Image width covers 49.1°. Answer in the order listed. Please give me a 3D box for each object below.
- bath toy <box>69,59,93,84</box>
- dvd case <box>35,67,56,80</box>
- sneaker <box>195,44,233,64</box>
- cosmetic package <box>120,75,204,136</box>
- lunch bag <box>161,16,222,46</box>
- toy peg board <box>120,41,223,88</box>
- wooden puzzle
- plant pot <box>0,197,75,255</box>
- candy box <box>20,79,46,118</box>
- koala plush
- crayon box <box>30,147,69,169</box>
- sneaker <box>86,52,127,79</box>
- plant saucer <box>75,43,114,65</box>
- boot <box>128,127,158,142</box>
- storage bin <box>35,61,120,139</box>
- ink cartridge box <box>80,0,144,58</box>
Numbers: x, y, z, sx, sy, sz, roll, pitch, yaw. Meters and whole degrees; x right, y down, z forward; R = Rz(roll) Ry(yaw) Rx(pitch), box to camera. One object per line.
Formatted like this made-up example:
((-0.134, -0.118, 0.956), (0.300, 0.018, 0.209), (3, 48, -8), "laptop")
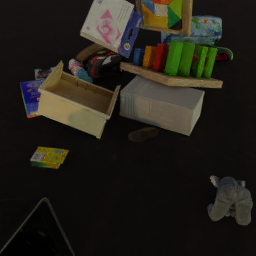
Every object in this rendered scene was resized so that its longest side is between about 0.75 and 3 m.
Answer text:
((-2.038, -2.365, 11.919), (0.682, 0.803, 1.846), (0, 30, -25), "bath toy")
((-3.541, -2.277, 12.273), (1.019, 0.154, 1.395), (-10, 39, -12), "dvd case")
((3.971, -3.531, 13.398), (2.044, 0.784, 0.856), (7, 35, 11), "sneaker")
((1.155, -0.833, 9.630), (2.595, 1.170, 1.386), (21, 41, 21), "cosmetic package")
((3.093, -4.616, 13.891), (2.752, 1.135, 2.213), (-3, -1, -6), "lunch bag")
((1.733, -2.563, 10.594), (2.858, 1.398, 2.846), (-3, 23, -36), "toy peg board")
((1.183, -4.182, 9.809), (2.187, 2.023, 0.407), (21, 62, 22), "wooden puzzle")
((-2.350, 2.406, 4.934), (1.718, 1.937, 1.932), (5, 37, 25), "plant pot")
((-3.180, -1.190, 10.455), (1.405, 0.640, 1.662), (-13, 38, -19), "candy box")
((2.455, 1.559, 6.734), (0.974, 1.009, 1.098), (7, 26, 9), "koala plush")
((-2.247, 0.861, 8.112), (0.948, 0.241, 0.602), (6, 38, 9), "crayon box")
((-0.830, -2.664, 12.072), (1.177, 0.852, 2.410), (20, 34, 22), "sneaker")
((-1.356, -3.391, 12.667), (2.108, 0.310, 2.108), (-25, 0, 0), "plant saucer")
((0.436, 0.186, 8.984), (1.016, 0.374, 0.383), (-12, 20, -22), "boot")
((-1.572, -1.031, 9.355), (2.226, 1.043, 2.210), (21, 38, -6), "storage bin")
((-0.430, -3.306, 8.807), (1.681, 0.364, 1.651), (22, 76, -13), "ink cartridge box")
